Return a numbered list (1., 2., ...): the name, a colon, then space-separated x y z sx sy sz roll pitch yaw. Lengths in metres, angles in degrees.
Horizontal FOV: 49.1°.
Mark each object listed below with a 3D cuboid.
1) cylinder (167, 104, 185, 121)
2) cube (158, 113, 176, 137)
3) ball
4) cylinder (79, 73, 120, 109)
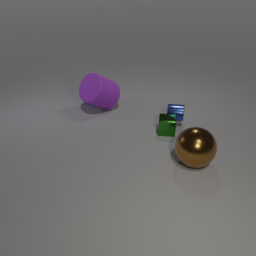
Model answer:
1. cylinder: 2.044 -0.668 12.017 0.700 0.700 0.700 5 30 11
2. cube: 1.616 -0.127 11.567 0.700 0.700 0.700 4 31 6
3. ball: 2.309 0.658 9.554 1.400 1.400 1.400 0 30 0
4. cylinder: -1.321 -1.709 13.096 1.400 1.400 1.400 26 7 37
